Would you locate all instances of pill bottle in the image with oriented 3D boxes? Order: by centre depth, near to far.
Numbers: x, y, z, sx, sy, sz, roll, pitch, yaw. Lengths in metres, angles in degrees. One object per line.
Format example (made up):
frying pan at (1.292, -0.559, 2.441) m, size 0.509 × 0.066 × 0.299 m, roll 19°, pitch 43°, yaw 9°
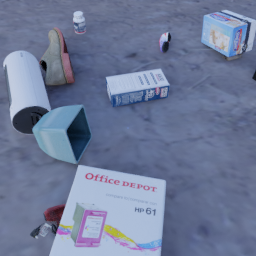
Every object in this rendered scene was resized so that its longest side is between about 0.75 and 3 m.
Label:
pill bottle at (-2.043, -4.437, 11.786) m, size 0.488 × 0.816 × 0.488 m, roll 0°, pitch 49°, yaw 0°

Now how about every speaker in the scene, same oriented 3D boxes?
speaker at (-3.146, -1.163, 8.722) m, size 1.156 × 1.156 × 2.847 m, roll -16°, pitch 51°, yaw -13°

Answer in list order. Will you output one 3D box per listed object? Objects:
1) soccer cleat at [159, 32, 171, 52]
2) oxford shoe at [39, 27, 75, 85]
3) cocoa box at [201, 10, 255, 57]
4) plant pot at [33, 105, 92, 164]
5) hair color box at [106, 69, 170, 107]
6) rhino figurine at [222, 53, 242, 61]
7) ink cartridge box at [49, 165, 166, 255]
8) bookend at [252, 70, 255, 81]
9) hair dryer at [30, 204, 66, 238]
soccer cleat at (1.427, -3.403, 11.247) m, size 0.413 × 0.385 × 1.130 m, roll -5°, pitch 50°, yaw 32°
oxford shoe at (-2.718, -2.671, 10.135) m, size 1.101 × 1.037 × 2.944 m, roll -16°, pitch 50°, yaw -7°
cocoa box at (3.794, -3.648, 10.716) m, size 1.125 × 1.143 × 1.714 m, roll -19°, pitch 42°, yaw -17°
plant pot at (-1.821, 0.118, 7.569) m, size 1.192 × 1.170 × 1.167 m, roll 4°, pitch 39°, yaw 17°
hair color box at (0.300, -1.334, 9.235) m, size 1.913 × 0.579 × 0.957 m, roll -11°, pitch 49°, yaw -9°
rhino figurine at (4.059, -2.760, 10.707) m, size 0.803 × 0.240 × 0.351 m, roll -15°, pitch 45°, yaw -10°
ink cartridge box at (-0.388, 2.287, 5.625) m, size 2.002 × 1.173 × 2.771 m, roll 10°, pitch 48°, yaw 2°
bookend at (5.581, -1.872, 9.577) m, size 1.700 × 0.788 × 1.711 m, roll -28°, pitch 55°, yaw -22°
hair dryer at (-1.586, 2.201, 6.442) m, size 0.873 × 0.311 × 1.146 m, roll 29°, pitch 57°, yaw 1°
